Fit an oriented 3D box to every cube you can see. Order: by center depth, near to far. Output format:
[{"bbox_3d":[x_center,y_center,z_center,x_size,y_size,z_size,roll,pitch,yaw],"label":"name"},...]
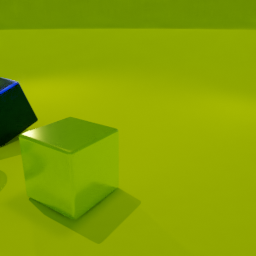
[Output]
[{"bbox_3d":[-1.053,0.660,5.291,1.294,1.294,1.294,14,25,31],"label":"cube"},{"bbox_3d":[-3.595,-0.499,7.767,1.303,1.303,1.303,18,48,38],"label":"cube"}]
